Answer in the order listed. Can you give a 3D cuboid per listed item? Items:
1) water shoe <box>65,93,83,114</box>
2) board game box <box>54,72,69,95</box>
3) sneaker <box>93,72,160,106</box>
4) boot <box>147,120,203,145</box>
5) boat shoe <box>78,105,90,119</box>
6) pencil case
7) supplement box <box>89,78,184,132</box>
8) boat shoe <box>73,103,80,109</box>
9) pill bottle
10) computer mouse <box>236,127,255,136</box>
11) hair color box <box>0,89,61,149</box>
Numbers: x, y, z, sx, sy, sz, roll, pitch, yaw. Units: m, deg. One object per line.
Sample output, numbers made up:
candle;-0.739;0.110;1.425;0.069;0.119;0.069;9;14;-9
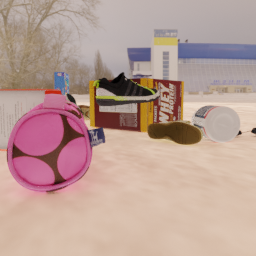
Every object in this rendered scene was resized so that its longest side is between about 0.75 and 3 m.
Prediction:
water shoe;-2.772;-1.038;13.652;0.570;1.445;0.516;-44;-21;28
board game box;-3.745;-1.832;15.939;0.571;2.537;1.929;0;6;-5
sneaker;0.042;-1.157;8.056;2.201;0.912;0.789;-10;10;-36
boot;1.596;0.080;8.067;1.710;0.616;1.323;5;7;43
boat shoe;-2.151;-0.840;15.113;2.073;0.784;0.766;-1;10;-3
pencil case;-1.216;0.084;4.918;1.276;1.317;2.811;-5;7;-13
supplement box;0.403;-1.012;11.603;2.859;1.899;2.820;5;9;37
boat shoe;-3.003;-0.706;13.305;2.199;0.998;0.778;22;46;32
pill bottle;2.542;-0.183;8.470;1.018;1.018;1.702;-1;7;-5
computer mouse;3.895;0.189;8.886;1.627;0.277;0.477;-6;18;-3
hair color box;-3.171;-0.240;7.022;2.901;1.473;0.889;2;7;11
